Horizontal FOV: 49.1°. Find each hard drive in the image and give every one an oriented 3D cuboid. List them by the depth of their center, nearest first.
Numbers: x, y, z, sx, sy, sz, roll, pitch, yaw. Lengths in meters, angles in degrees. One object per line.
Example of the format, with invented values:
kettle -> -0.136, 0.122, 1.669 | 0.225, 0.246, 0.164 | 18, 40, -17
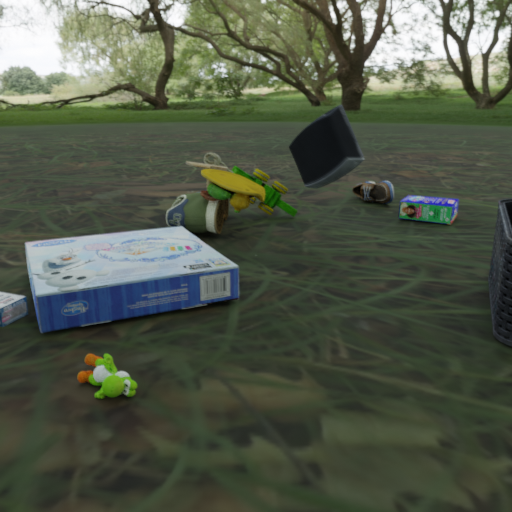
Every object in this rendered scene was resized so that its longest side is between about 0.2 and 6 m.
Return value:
hard drive -> 1.294, -2.044, 10.945 | 0.387, 1.232, 1.827 | -22, -1, -25

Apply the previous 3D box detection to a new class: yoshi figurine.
yoshi figurine -> -1.717, 1.389, 6.370 | 0.785, 0.441, 0.439 | 15, 38, 33

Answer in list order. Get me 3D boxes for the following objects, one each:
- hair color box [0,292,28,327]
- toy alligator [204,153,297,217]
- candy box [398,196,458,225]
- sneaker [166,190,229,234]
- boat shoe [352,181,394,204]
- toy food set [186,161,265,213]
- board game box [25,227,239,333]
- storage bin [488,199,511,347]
hair color box -> -4.055, 0.764, 8.440 | 1.062, 0.321, 0.531 | 6, 18, 20
toy alligator -> -0.155, -1.856, 14.468 | 2.804, 0.831, 0.761 | 31, 4, -15
candy box -> 4.461, -1.205, 14.449 | 1.313, 0.506, 1.110 | 8, 17, 26
sneaker -> -1.410, -1.222, 13.663 | 1.320, 0.986, 2.941 | 1, 17, 3
boat shoe -> 3.389, -1.820, 16.356 | 0.665, 0.664, 1.837 | -9, 9, -13
toy food set -> -0.669, -1.441, 12.400 | 1.182, 0.656, 2.009 | -1, 25, -40
board game box -> -2.236, 0.239, 9.542 | 3.020, 0.655, 3.006 | -7, 19, -23
storage bin -> 4.719, 0.202, 8.329 | 2.150, 1.491, 3.181 | 6, 18, 19
